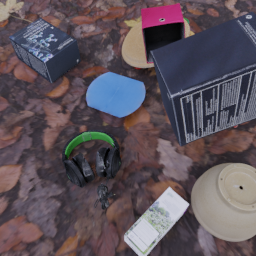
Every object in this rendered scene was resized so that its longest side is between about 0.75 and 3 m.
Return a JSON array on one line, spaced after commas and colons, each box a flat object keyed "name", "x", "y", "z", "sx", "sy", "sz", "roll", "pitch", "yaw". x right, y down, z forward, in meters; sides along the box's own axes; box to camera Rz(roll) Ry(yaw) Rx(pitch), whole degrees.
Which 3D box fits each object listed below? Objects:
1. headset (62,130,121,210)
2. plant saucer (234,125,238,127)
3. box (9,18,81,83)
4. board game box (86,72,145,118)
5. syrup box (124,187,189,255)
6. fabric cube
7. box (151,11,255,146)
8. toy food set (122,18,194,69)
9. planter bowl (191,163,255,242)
[{"name": "headset", "x": -1.042, "y": 1.063, "z": 8.469, "sx": 1.833, "sy": 1.395, "sz": 2.968, "roll": -15, "pitch": 47, "yaw": -8}, {"name": "plant saucer", "x": 3.552, "y": -0.953, "z": 9.954, "sx": 1.417, "sy": 1.420, "sz": 0.261, "roll": 29, "pitch": 21, "yaw": 13}, {"name": "box", "x": -3.317, "y": -3.164, "z": 11.328, "sx": 2.224, "sy": 1.191, "sz": 1.651, "roll": 35, "pitch": 64, "yaw": 21}, {"name": "board game box", "x": -0.451, "y": -1.162, "z": 10.519, "sx": 2.210, "sy": 0.430, "sz": 1.746, "roll": 21, "pitch": 64, "yaw": 19}, {"name": "syrup box", "x": 0.803, "y": 2.629, "z": 7.821, "sx": 0.742, "sy": 0.767, "sz": 1.884, "roll": 39, "pitch": 65, "yaw": 22}, {"name": "fabric cube", "x": 1.024, "y": -2.754, "z": 8.152, "sx": 1.165, "sy": 1.188, "sz": 1.184, "roll": -6, "pitch": 47, "yaw": 8}, {"name": "box", "x": 2.018, "y": -1.021, "z": 6.694, "sx": 2.396, "sy": 2.415, "sz": 1.488, "roll": -21, "pitch": 58, "yaw": 3}, {"name": "toy food set", "x": 1.126, "y": -3.494, "z": 11.218, "sx": 2.941, "sy": 0.716, "sz": 2.912, "roll": -23, "pitch": 52, "yaw": 13}, {"name": "planter bowl", "x": 3.011, "y": 1.895, "z": 7.883, "sx": 2.208, "sy": 1.486, "sz": 2.208, "roll": 0, "pitch": 58, "yaw": 0}]
